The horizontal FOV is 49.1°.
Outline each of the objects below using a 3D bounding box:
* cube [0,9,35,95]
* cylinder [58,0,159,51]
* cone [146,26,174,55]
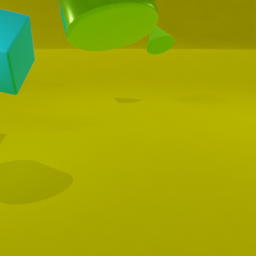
[{"bbox_3d":[-2.958,-1.727,6.216,1.293,1.293,1.293,12,53,-3],"label":"cube"},{"bbox_3d":[-0.358,-2.001,4.023,1.337,1.337,1.337,-13,-6,-1],"label":"cylinder"},{"bbox_3d":[1.169,-3.869,11.533,1.175,1.179,1.175,-14,-19,-5],"label":"cone"}]
